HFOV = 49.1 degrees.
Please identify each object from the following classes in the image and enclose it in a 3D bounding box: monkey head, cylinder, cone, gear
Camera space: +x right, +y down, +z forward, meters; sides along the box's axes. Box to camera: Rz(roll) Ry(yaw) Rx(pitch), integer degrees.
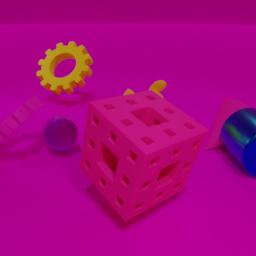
[{"bbox_3d":[0.414,-0.696,8.159,1.213,1.686,1.016,30,2,-5],"label":"monkey head"},{"bbox_3d":[-1.707,0.113,6.999,0.798,0.798,0.798,-8,9,-19],"label":"cylinder"},{"bbox_3d":[2.877,0.299,6.247,1.215,1.215,1.215,-2,23,-5],"label":"cylinder"},{"bbox_3d":[2.483,0.163,7.298,1.335,1.330,1.330,-37,34,-13],"label":"cone"},{"bbox_3d":[-2.373,-2.257,10.513,2.075,2.075,0.384,7,-19,17],"label":"gear"},{"bbox_3d":[-2.784,-0.145,6.775,1.609,0.298,1.609,-37,17,13],"label":"gear"}]

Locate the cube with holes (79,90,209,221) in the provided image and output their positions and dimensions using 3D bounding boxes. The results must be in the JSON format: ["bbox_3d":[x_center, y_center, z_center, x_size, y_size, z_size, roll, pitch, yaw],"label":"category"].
[{"bbox_3d":[0.188,0.359,4.611,1.338,1.338,1.338,-16,44,-38],"label":"cube with holes"}]
